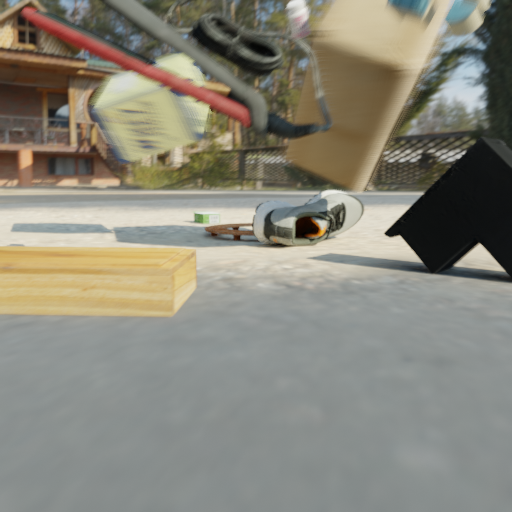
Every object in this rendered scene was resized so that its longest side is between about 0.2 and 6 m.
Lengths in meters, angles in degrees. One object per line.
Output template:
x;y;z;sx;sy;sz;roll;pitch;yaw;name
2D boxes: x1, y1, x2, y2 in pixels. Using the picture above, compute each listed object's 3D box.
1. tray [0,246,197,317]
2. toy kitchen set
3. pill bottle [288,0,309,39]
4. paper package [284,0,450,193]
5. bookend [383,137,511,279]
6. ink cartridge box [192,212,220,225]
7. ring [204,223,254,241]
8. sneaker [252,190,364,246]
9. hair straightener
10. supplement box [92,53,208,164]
-2.230;0.223;6.123;2.952;0.547;1.456;0;8;3;tray
1.893;-2.850;5.423;0.897;1.119;0.659;32;10;31;toy kitchen set
0.703;-3.941;9.339;0.309;0.545;0.309;-10;38;8;pill bottle
1.869;-3.081;9.363;1.558;2.871;3.012;24;-28;7;paper package
3.096;-0.273;7.547;0.863;1.862;1.874;-10;57;-50;bookend
-1.455;-1.085;15.919;0.526;0.301;1.014;-4;9;-27;ink cartridge box
0.042;-0.542;12.512;2.388;0.229;2.388;0;7;0;ring
1.244;-0.652;11.125;2.745;1.015;1.088;-14;25;-38;sneaker
-0.717;-2.599;6.666;3.849;1.481;0.787;27;18;-4;hair straightener
-2.040;-3.009;11.277;1.794;1.204;1.792;-14;38;14;supplement box
